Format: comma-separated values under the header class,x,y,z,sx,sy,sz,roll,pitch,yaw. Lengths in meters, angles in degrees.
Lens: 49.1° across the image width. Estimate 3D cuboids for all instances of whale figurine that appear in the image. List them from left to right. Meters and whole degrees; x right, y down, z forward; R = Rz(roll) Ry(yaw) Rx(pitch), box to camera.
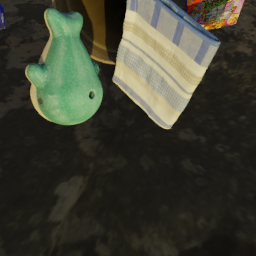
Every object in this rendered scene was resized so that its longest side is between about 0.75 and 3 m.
class,x,y,z,sx,sy,sz,roll,pitch,yaw
whale figurine,-1.118,-1.152,5.593,1.173,2.260,1.798,17,20,35

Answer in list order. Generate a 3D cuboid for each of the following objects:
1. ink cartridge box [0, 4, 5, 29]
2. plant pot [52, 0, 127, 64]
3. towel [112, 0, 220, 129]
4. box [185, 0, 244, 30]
class,x,y,z,sx,sy,sz,roll,pitch,yaw
ink cartridge box,-2.908,-2.161,5.011,0.969,1.420,0.542,-14,71,6
plant pot,-0.160,-3.559,7.475,2.827,2.827,2.453,19,51,17
towel,0.509,-1.239,5.554,0.316,2.658,1.952,-37,73,-27
box,2.045,-2.917,6.742,1.303,1.904,0.372,-11,83,12
